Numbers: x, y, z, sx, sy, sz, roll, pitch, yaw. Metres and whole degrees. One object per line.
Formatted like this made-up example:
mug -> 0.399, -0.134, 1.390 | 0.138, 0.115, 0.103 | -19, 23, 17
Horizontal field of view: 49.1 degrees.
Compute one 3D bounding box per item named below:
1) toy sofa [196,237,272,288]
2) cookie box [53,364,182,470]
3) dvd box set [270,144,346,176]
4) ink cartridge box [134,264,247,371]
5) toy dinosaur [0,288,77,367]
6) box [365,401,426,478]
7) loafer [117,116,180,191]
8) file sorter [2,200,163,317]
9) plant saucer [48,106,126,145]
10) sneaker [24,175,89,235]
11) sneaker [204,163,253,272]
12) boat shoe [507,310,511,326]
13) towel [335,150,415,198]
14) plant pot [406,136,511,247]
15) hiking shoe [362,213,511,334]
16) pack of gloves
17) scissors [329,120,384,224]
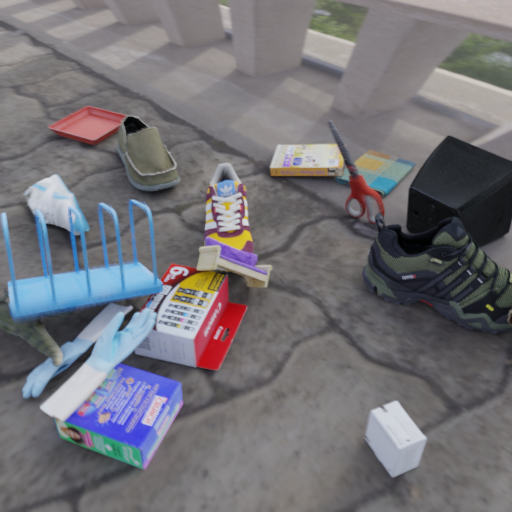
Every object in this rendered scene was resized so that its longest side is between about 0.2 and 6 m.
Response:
toy sofa -> -0.367, 0.112, 10.091 | 1.324, 0.646, 0.548 | 21, -15, -38
cookie box -> -1.956, 2.236, 8.100 | 1.405, 0.528, 1.202 | 14, 40, 17
dvd box set -> 1.321, -2.408, 14.034 | 1.787, 0.263, 1.307 | 1, 37, 11
ink cartridge box -> -1.070, 1.001, 9.512 | 1.473, 0.704, 1.678 | 10, 39, 13
toy dinosaur -> -3.733, 1.010, 9.445 | 2.759, 0.655, 1.216 | 23, 39, 29
box -> 1.886, 2.497, 7.651 | 0.444, 0.680, 0.676 | -16, 41, -19
loafer -> -2.788, -2.562, 13.747 | 1.126, 1.043, 2.994 | -20, 43, -23
file sorter -> -2.942, -0.072, 9.300 | 2.315, 1.420, 1.607 | -9, 15, -23
plant saucer -> -4.617, -3.623, 15.697 | 1.650, 0.303, 1.647 | 18, 42, 22
sneaker -> -4.278, -0.968, 12.027 | 0.885, 0.838, 2.191 | -30, 41, -20
sneaker -> -0.625, -0.823, 11.407 | 1.015, 1.220, 2.708 | -6, 39, -8
boat shoe -> 4.434, 0.956, 8.902 | 0.731, 0.771, 2.037 | -13, 78, 0
towel -> 2.960, -2.055, 13.819 | 1.345, 0.199, 1.834 | 24, 43, 27
plant pot -> 4.063, -1.101, 11.478 | 1.586, 1.784, 1.788 | -33, 49, -22
hiking shoe -> 3.536, 0.234, 9.714 | 3.298, 1.660, 1.249 | 12, 40, 14
pack of gloves -> -2.624, 1.384, 8.538 | 1.786, 0.419, 2.126 | 3, 41, 47
scissors -> 2.116, -1.698, 11.620 | 0.914, 2.499, 0.174 | 15, 48, 37
